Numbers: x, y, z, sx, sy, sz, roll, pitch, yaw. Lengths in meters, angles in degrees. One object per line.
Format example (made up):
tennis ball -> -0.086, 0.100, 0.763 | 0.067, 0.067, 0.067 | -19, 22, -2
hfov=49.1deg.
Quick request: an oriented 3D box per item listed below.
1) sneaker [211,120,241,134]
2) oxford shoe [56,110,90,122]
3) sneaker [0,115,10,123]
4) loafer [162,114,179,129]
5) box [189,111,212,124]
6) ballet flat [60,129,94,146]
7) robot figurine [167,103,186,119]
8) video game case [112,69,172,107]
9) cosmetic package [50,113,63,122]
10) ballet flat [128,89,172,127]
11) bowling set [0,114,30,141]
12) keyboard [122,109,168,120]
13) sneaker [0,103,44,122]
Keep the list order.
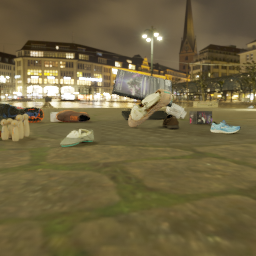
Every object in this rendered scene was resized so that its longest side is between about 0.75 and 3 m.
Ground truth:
sneaker -> 3.386, -0.046, 9.753 | 1.008, 0.454, 0.395 | 3, 6, 31
oxford shoe -> -2.870, -0.602, 14.831 | 1.813, 0.645, 0.657 | -3, 11, -25
sneaker -> -6.370, -0.475, 13.666 | 1.273, 0.578, 0.483 | -3, 4, -35
loafer -> 1.827, -0.294, 11.729 | 0.584, 0.570, 1.599 | -1, 5, -7
box -> 3.592, -0.529, 13.852 | 1.036, 0.634, 0.550 | -2, 5, -29
ballet flat -> -1.330, 0.225, 7.335 | 0.397, 0.375, 1.178 | 3, 7, 32
robot figurine -> 2.990, -1.062, 17.583 | 1.336, 0.754, 1.133 | 28, -6, 12
video game case -> 0.675, -1.797, 12.319 | 2.569, 0.244, 1.835 | 11, 42, -3
cosmetic package -> -3.526, -0.615, 15.471 | 1.400, 0.518, 0.712 | 1, 5, -7
ballet flat -> 0.676, -0.840, 11.173 | 2.335, 0.795, 0.785 | -38, -33, 28
bowling set -> -3.502, -0.036, 8.243 | 0.933, 0.719, 1.340 | 0, 5, -7
keyboard -> 1.077, -0.678, 17.361 | 2.956, 0.586, 1.538 | -1, 28, -17
sneaker -> -5.802, -0.700, 14.899 | 2.703, 1.018, 1.060 | 8, -3, -7
